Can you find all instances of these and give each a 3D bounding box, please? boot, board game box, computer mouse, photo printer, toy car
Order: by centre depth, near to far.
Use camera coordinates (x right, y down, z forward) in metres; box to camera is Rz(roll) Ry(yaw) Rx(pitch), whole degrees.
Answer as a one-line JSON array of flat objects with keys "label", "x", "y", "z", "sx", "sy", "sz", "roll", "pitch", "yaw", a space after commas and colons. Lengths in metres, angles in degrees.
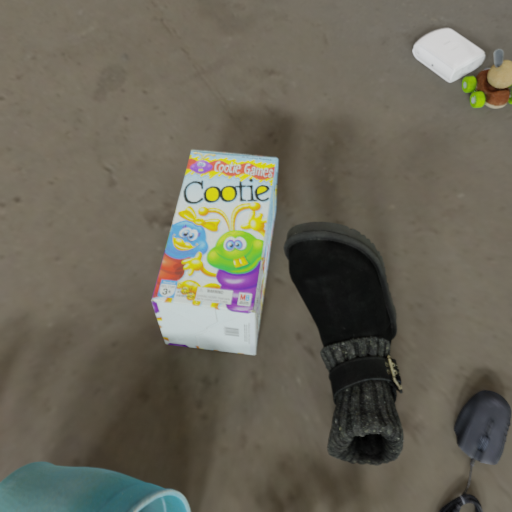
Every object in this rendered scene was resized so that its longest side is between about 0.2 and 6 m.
[{"label": "boot", "x": 1.134, "y": 1.158, "z": 6.923, "sx": 1.093, "sy": 2.905, "sz": 2.172, "roll": -11, "pitch": 48, "yaw": 29}, {"label": "computer mouse", "x": 2.817, "y": 2.711, "z": 7.256, "sx": 0.655, "sy": 0.380, "sz": 2.234, "roll": 23, "pitch": 60, "yaw": 13}, {"label": "board game box", "x": -0.516, "y": -0.096, "z": 8.478, "sx": 1.398, "sy": 1.423, "sz": 2.714, "roll": 6, "pitch": 56, "yaw": 4}, {"label": "toy car", "x": 4.742, "y": -3.570, "z": 10.927, "sx": 0.953, "sy": 1.160, "sz": 0.916, "roll": -7, "pitch": 57, "yaw": -5}, {"label": "photo printer", "x": 4.023, "y": -4.294, "z": 11.842, "sx": 1.030, "sy": 0.430, "sz": 1.239, "roll": -31, "pitch": 62, "yaw": -19}]

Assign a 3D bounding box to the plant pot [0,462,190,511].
[{"label": "plant pot", "x": -2.006, "y": 3.194, "z": 6.146, "sx": 1.820, "sy": 1.937, "sz": 1.937, "roll": 14, "pitch": 56, "yaw": 27}]
